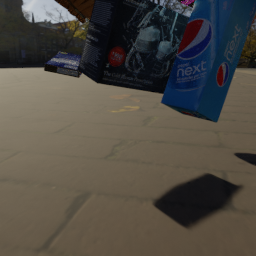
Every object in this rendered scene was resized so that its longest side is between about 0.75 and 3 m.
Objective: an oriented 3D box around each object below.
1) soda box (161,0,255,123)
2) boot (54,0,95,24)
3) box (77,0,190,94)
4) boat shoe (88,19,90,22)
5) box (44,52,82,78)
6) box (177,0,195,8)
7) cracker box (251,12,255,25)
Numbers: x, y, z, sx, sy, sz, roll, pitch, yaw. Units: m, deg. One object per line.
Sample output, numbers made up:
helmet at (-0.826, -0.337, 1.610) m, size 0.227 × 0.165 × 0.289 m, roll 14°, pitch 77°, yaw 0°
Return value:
soda box at (1.272, -1.227, 4.279) m, size 0.683 × 2.130 × 0.722 m, roll 19°, pitch 0°, yaw 43°
boot at (-0.996, -2.867, 5.579) m, size 1.800 × 1.398 × 0.690 m, roll -9°, pitch 46°, yaw 50°
box at (0.123, -1.557, 5.230) m, size 1.673 × 1.523 × 0.871 m, roll 3°, pitch 23°, yaw -36°
boat shoe at (-0.561, -3.553, 10.259) m, size 0.997 × 2.637 × 0.974 m, roll -33°, pitch 4°, yaw -21°
box at (-1.921, -2.085, 9.092) m, size 1.071 × 0.286 × 1.768 m, roll 11°, pitch 28°, yaw -3°
box at (3.138, -4.214, 9.109) m, size 2.501 × 0.452 × 1.788 m, roll 16°, pitch -6°, yaw -18°
cracker box at (2.707, -2.855, 7.851) m, size 0.674 × 1.564 × 2.336 m, roll 42°, pitch 33°, yaw 25°
